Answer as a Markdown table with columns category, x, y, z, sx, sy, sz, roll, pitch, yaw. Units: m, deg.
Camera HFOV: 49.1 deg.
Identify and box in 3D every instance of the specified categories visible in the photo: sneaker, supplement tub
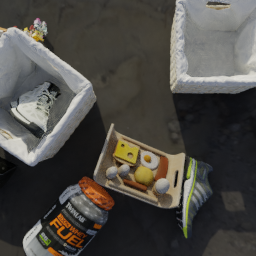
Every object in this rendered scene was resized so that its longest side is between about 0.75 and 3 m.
| category | x | y | z | sx | sy | sz | roll | pitch | yaw |
| --- | --- | --- | --- | --- | --- | --- | --- | --- | --- |
| sneaker | -2.540 | -0.718 | 8.036 | 1.443 | 2.508 | 0.946 | -44 | 125 | -7 |
| sneaker | 2.114 | 2.207 | 8.778 | 1.021 | 0.932 | 2.523 | 9 | 88 | -3 |
| supplement tub | -1.704 | 2.836 | 8.395 | 1.589 | 1.589 | 2.594 | 40 | 88 | 1 |

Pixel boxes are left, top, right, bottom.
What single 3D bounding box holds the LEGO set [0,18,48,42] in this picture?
| category | x | y | z | sx | sy | sz | roll | pitch | yaw |
| --- | --- | --- | --- | --- | --- | --- | --- | --- | --- |
| LEGO set | -3.321 | -3.200 | 9.118 | 1.827 | 0.840 | 0.680 | 3 | 70 | 23 |

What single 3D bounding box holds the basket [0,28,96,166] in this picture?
| category | x | y | z | sx | sy | sz | roll | pitch | yaw |
| --- | --- | --- | --- | --- | --- | --- | --- | --- | --- |
| basket | -2.732 | -0.810 | 8.219 | 2.738 | 2.222 | 2.763 | 36 | 89 | 1 |

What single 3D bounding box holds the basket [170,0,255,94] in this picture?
| category | x | y | z | sx | sy | sz | roll | pitch | yaw |
| --- | --- | --- | --- | --- | --- | --- | --- | --- | --- |
| basket | 2.538 | -2.367 | 8.372 | 2.516 | 2.042 | 2.539 | 1 | 88 | 0 |

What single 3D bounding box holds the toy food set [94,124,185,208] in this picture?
| category | x | y | z | sx | sy | sz | roll | pitch | yaw |
| --- | --- | --- | --- | --- | --- | --- | --- | --- | --- |
| toy food set | 0.419 | 1.072 | 8.252 | 2.562 | 0.774 | 1.838 | 24 | 54 | -11 |

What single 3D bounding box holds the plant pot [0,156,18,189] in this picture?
| category | x | y | z | sx | sy | sz | roll | pitch | yaw |
| --- | --- | --- | --- | --- | --- | --- | --- | --- | --- |
| plant pot | -4.331 | 1.480 | 8.773 | 1.086 | 1.089 | 0.966 | 26 | 99 | 1 |
